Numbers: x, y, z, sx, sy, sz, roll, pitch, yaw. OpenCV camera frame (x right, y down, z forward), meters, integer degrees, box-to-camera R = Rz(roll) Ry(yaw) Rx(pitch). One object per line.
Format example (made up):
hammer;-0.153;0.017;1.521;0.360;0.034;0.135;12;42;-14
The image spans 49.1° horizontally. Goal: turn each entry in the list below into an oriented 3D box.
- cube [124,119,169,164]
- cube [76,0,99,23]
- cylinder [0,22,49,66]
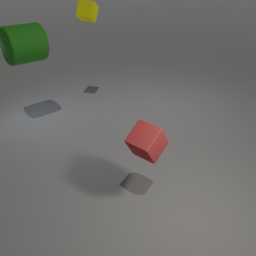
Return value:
cube;0.466;0.334;6.883;0.700;0.700;0.700;24;70;34
cube;-1.710;-4.927;11.803;0.700;0.700;0.700;13;9;6
cylinder;-3.909;-3.157;10.519;1.400;1.400;1.400;-23;37;-35
